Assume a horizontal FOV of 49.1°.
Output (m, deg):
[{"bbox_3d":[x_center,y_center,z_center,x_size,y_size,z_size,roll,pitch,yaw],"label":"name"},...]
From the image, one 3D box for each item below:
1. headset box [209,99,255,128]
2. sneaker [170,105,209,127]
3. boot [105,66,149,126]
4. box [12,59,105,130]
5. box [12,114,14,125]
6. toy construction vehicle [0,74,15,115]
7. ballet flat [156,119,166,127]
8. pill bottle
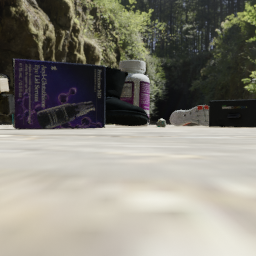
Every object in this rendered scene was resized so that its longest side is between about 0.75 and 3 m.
[{"bbox_3d":[4.089,-0.508,10.142,1.809,0.964,2.078,1,2,34],"label":"headset box"},{"bbox_3d":[3.533,-0.545,14.141,2.699,1.040,1.105,1,-5,32],"label":"sneaker"},{"bbox_3d":[-0.416,-1.274,11.068,2.751,2.255,1.018,3,-24,16],"label":"boot"},{"bbox_3d":[-1.588,-0.717,6.493,2.009,1.486,1.048,-2,2,-20],"label":"box"},{"bbox_3d":[-4.385,-0.361,12.391,1.029,0.615,2.500,0,1,-13],"label":"box"},{"bbox_3d":[-3.210,-0.322,4.588,2.870,1.011,2.499,-3,12,2],"label":"toy construction vehicle"},{"bbox_3d":[1.230,-0.178,10.275,0.330,0.312,0.980,0,0,-3],"label":"ballet flat"},{"bbox_3d":[0.168,-1.519,12.734,1.630,2.904,1.630,2,0,0],"label":"pill bottle"}]
